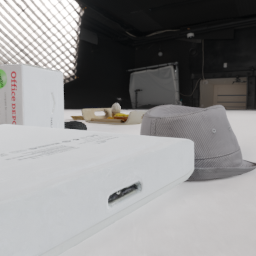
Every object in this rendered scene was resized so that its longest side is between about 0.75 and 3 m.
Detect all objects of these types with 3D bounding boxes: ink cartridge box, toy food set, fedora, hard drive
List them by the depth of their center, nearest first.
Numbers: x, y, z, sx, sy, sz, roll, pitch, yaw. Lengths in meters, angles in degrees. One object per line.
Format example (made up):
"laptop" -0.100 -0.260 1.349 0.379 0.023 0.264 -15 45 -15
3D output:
"hard drive" -1.026 0.257 2.296 2.595 0.341 1.711 3 9 38
"fedora" 0.667 0.084 2.980 1.474 0.665 1.303 -3 6 -34
"ink cartridge box" -2.505 -0.528 5.845 1.913 1.403 1.397 1 4 18
"toy food set" -0.247 -0.558 10.280 2.460 0.743 1.765 4 6 41

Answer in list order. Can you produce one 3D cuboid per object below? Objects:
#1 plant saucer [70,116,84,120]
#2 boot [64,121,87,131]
"plant saucer" -2.067 -0.452 12.485 1.007 0.178 1.007 0 5 0
"boot" -1.403 -0.015 6.699 0.821 0.286 0.540 10 -11 -12
